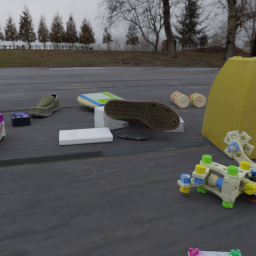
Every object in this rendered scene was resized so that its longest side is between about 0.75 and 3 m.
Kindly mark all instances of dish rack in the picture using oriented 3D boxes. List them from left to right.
[{"bbox_3d":[0.354,0.009,10.227,1.271,0.452,1.657,5,17,21],"label":"dish rack"}]

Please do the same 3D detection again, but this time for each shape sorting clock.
[{"bbox_3d":[-1.263,-1.349,14.734,2.758,0.541,2.758,5,21,-2],"label":"shape sorting clock"}]

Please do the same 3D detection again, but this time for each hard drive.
[{"bbox_3d":[-1.472,0.272,9.664,1.734,0.228,1.143,-3,16,-12],"label":"hard drive"}]

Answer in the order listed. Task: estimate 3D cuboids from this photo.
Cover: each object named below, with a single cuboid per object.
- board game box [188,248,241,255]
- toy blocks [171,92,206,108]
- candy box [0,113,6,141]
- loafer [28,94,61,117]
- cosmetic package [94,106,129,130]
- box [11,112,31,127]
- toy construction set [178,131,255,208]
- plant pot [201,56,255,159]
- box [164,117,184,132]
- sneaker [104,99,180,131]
[{"bbox_3d":[1.286,1.966,3.891,0.781,0.101,0.781,0,16,3],"label":"board game box"},{"bbox_3d":[3.260,-1.637,15.597,1.597,0.696,1.916,-2,16,-5],"label":"toy blocks"},{"bbox_3d":[-5.532,0.212,8.695,2.817,0.859,1.921,-3,16,-9],"label":"candy box"},{"bbox_3d":[-4.009,-1.125,13.435,0.941,0.872,2.503,2,16,6],"label":"loafer"},{"bbox_3d":[-0.487,-0.448,11.081,1.592,0.856,0.675,-14,21,-35],"label":"cosmetic package"},{"bbox_3d":[-4.484,-0.365,11.674,0.700,0.391,0.991,-10,19,-23],"label":"box"},{"bbox_3d":[2.286,0.918,6.145,1.492,1.049,2.276,13,31,40],"label":"toy construction set"},{"bbox_3d":[4.153,-0.822,8.843,2.734,2.797,2.716,-1,16,-5],"label":"plant pot"},{"bbox_3d":[1.730,-0.207,11.065,0.765,0.394,1.311,0,16,2],"label":"box"},{"bbox_3d":[0.506,-0.530,9.798,2.643,0.931,0.998,14,2,5],"label":"sneaker"}]
